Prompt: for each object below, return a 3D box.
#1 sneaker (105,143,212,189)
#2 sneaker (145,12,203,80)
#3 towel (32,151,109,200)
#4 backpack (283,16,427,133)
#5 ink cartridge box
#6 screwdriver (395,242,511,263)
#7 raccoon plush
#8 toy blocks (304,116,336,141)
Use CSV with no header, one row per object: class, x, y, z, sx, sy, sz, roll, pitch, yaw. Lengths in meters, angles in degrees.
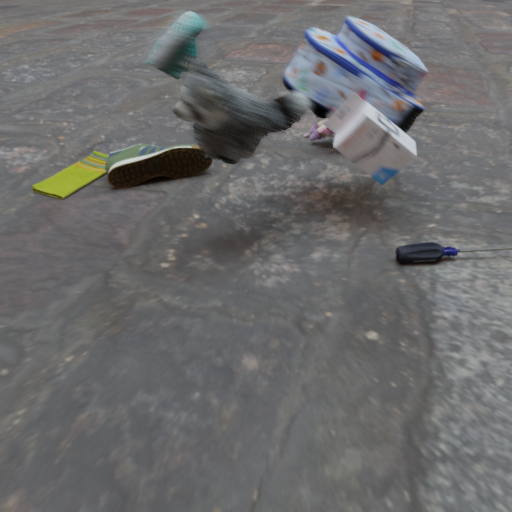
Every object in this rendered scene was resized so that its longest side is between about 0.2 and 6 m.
sneaker,-2.404,-2.368,13.436,2.499,0.838,1.122,-15,41,-16
sneaker,-1.259,-3.597,9.711,1.618,0.738,0.628,-12,52,56
towel,-4.239,-1.975,13.455,0.955,0.200,2.219,14,36,22
backpack,1.929,-3.457,11.040,2.616,2.116,2.747,22,23,-4
ink cartridge box,1.417,-1.470,7.084,1.068,0.620,0.362,34,40,-15
screwdriver,3.965,-0.057,10.460,2.766,0.402,0.386,1,34,-5
raccoon plush,-0.241,-2.738,9.360,2.503,1.677,1.211,-40,65,-23
toy blocks,2.114,-3.430,14.983,1.511,1.795,1.677,-35,22,6
